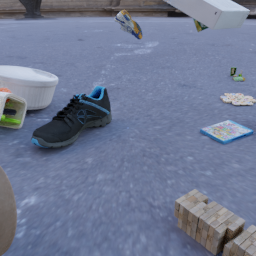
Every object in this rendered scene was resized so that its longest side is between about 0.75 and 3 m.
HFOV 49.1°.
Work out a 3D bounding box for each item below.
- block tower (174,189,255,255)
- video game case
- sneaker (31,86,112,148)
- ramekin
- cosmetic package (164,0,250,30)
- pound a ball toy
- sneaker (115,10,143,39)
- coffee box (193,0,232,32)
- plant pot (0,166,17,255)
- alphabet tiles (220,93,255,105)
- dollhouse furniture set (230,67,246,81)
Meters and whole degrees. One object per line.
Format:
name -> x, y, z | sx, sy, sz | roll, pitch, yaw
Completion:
block tower -> 1.665, 1.768, 4.414 | 0.587, 0.548, 2.031 | -20, 33, -32
video game case -> 2.920, 0.097, 8.297 | 1.276, 0.114, 0.913 | -15, 30, -28
sneaker -> -1.595, -0.375, 8.052 | 1.056, 1.181, 2.883 | 17, 32, 30
ramekin -> -3.680, -1.423, 9.856 | 2.315, 1.078, 2.315 | 10, 18, -3
cosmetic package -> 1.539, -2.633, 5.878 | 1.233, 0.422, 1.635 | -19, 53, -43
pound a ball toy -> -4.232, -0.770, 8.053 | 2.662, 1.131, 1.735 | 8, -8, 18
sneaker -> 0.030, -3.767, 10.432 | 0.552, 1.252, 0.471 | -23, 34, 37
coffee box -> 2.897, -3.795, 9.519 | 1.302, 0.286, 0.800 | -18, -17, 18
plant pot -> -2.884, 1.318, 3.468 | 2.815, 2.815, 2.455 | 19, 13, 34
alphabet tiles -> 4.217, -1.093, 10.741 | 1.221, 0.089, 1.194 | -1, 27, -1
dollhouse furniture set -> 5.217, -2.567, 13.367 | 0.531, 0.411, 1.063 | 0, 26, 1
